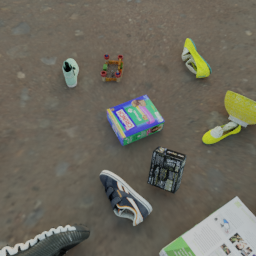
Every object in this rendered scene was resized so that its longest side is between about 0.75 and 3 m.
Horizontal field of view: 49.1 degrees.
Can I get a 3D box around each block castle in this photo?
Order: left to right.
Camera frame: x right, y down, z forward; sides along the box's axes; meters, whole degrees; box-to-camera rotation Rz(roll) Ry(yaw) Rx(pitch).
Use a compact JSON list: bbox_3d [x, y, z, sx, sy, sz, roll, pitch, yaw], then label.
[{"bbox_3d":[-0.619,-2.451,11.235,0.821,0.576,1.228,4,55,2],"label":"block castle"}]

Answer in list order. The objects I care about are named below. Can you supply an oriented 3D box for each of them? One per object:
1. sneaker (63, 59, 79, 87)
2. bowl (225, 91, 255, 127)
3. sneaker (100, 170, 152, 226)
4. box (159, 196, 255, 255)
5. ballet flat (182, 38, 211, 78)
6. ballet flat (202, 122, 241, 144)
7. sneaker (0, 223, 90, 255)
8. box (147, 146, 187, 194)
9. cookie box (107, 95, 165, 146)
[{"bbox_3d":[-2.272,-2.442,11.035,0.557,0.892,1.513,-9,54,-5],"label":"sneaker"},{"bbox_3d":[3.952,-0.551,9.603,1.613,1.613,0.868,30,103,19],"label":"bowl"},{"bbox_3d":[-0.241,1.981,8.005,1.856,0.728,0.737,35,56,20],"label":"sneaker"},{"bbox_3d":[2.470,3.230,7.057,2.786,0.506,2.010,-23,57,-26],"label":"box"},{"bbox_3d":[2.635,-2.863,11.499,0.722,0.720,2.154,-23,58,2],"label":"ballet flat"},{"bbox_3d":[3.196,0.090,9.489,1.476,0.495,0.493,-19,57,-13],"label":"ballet flat"},{"bbox_3d":[-2.185,3.322,7.001,2.739,0.910,1.239,-18,59,-8],"label":"sneaker"},{"bbox_3d":[1.123,1.203,8.147,0.896,1.095,0.471,17,22,24],"label":"box"},{"bbox_3d":[0.240,-0.286,9.688,1.569,0.590,1.342,-23,59,-14],"label":"cookie box"}]
